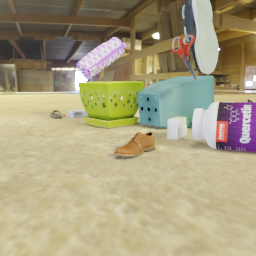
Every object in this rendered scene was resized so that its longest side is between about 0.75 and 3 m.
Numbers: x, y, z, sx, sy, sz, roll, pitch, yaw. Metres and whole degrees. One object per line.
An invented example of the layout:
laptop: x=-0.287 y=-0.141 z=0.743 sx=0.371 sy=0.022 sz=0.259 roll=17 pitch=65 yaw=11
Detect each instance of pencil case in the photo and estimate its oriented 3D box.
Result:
pencil case: x=-1.300 y=-3.363 z=13.510 sx=2.528 sy=1.061 sz=1.081 roll=-43 pitch=23 yaw=-17

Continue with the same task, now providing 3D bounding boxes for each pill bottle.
pill bottle: x=3.077 y=-0.048 z=7.780 sx=2.414 sy=1.358 sz=1.358 roll=3 pitch=10 yaw=22

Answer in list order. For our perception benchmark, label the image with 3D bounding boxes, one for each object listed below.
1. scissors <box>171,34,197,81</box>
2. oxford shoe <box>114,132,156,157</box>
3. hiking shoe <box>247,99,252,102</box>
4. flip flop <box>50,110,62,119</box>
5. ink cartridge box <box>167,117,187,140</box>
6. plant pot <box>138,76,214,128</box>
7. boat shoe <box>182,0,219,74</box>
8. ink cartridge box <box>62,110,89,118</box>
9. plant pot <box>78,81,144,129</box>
scissors: x=1.653 y=-2.060 z=8.312 sx=0.744 sy=2.035 sz=0.142 roll=-10 pitch=-34 yaw=22
oxford shoe: x=0.178 y=0.417 z=7.438 sx=0.576 sy=0.575 sz=1.614 roll=8 pitch=14 yaw=35
hiking shoe: x=4.317 y=-0.462 z=10.589 sx=2.941 sy=1.275 sz=1.094 roll=6 pitch=11 yaw=33
flip flop: x=-3.890 y=-0.755 z=15.199 sx=0.562 sy=0.399 sz=1.386 roll=-4 pitch=10 yaw=-23
ink cartridge box: x=1.714 y=-0.013 z=9.683 sx=0.395 sy=0.685 sz=0.938 roll=5 pitch=10 yaw=31
plant pot: x=2.018 y=-1.058 z=12.298 sx=2.991 sy=2.113 sz=2.114 roll=-15 pitch=16 yaw=-36
boat shoe: x=2.430 y=-3.144 z=9.590 sx=1.017 sy=2.690 sz=0.811 roll=-2 pitch=-1 yaw=-28
ink cartridge box: x=-2.812 y=-0.874 z=15.896 sx=1.405 sy=0.415 sz=1.755 roll=-6 pitch=12 yaw=-32
plant pot: x=-0.747 y=-1.082 z=12.369 sx=2.145 sy=1.946 sz=2.134 roll=-8 pitch=13 yaw=-43
